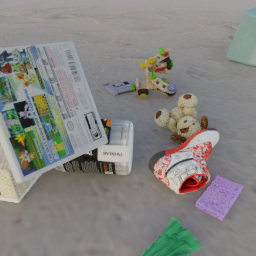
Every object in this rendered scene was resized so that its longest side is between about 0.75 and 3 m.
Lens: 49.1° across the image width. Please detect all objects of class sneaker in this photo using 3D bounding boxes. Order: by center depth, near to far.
[{"bbox_3d":[2.000,0.952,7.990,2.598,0.868,1.393,-22,40,-24],"label":"sneaker"}]

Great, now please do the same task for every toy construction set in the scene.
[{"bbox_3d":[1.004,-2.314,12.392,1.927,2.092,2.508,-10,12,6],"label":"toy construction set"}]

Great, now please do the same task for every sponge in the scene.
[{"bbox_3d":[2.403,1.778,7.311,0.734,0.196,1.316,24,41,32],"label":"sponge"}]

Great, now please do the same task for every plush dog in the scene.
[{"bbox_3d":[1.938,-0.142,9.645,1.645,1.320,1.413,-31,52,3],"label":"plush dog"}]

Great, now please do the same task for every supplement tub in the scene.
[{"bbox_3d":[-1.151,0.499,8.012,2.560,1.569,1.569,2,33,3],"label":"supplement tub"}]

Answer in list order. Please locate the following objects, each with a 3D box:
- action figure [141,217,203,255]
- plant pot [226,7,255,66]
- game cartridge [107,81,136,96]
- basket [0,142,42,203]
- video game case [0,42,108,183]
[{"bbox_3d":[0.724,2.631,5.833,1.479,0.404,0.873,-30,44,-27],"label":"action figure"},{"bbox_3d":[7.569,-4.818,15.308,2.721,2.664,2.672,33,45,26],"label":"plant pot"},{"bbox_3d":[-0.230,-1.829,12.799,1.302,0.250,0.844,-16,41,-23],"label":"game cartridge"},{"bbox_3d":[-3.271,1.082,7.571,1.358,1.102,1.371,7,32,12],"label":"basket"},{"bbox_3d":[-1.779,-0.508,6.182,0.292,2.657,2.422,-14,7,45],"label":"video game case"}]
